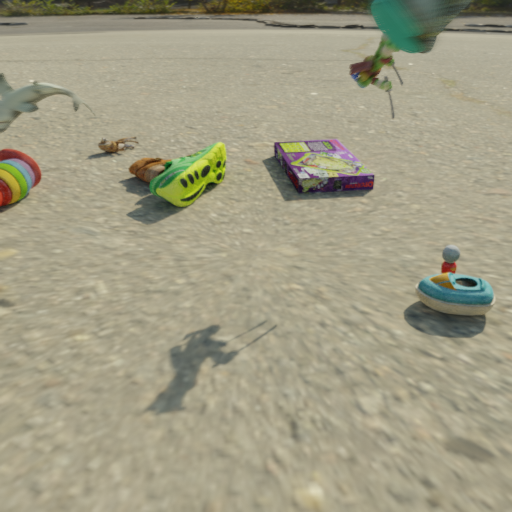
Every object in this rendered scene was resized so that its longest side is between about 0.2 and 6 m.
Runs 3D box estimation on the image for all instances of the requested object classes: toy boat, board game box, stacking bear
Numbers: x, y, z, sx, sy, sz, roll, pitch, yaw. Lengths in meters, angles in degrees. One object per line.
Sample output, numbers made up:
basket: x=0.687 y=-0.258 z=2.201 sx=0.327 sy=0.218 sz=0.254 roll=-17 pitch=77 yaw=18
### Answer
toy boat: x=2.755 y=0.334 z=7.848 sx=1.039 sy=0.575 sz=1.237 roll=4 pitch=28 yaw=10
board game box: x=1.465 y=-2.122 z=12.917 sx=1.680 sy=0.452 sz=2.800 roll=-8 pitch=28 yaw=-6
stacking bear: x=-5.008 y=-1.365 z=11.002 sx=0.870 sy=0.929 sz=1.531 roll=4 pitch=36 yaw=15

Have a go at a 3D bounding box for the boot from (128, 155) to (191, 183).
boot: x=-2.004 y=-1.981 z=12.572 sx=1.158 sy=0.572 sz=1.492 roll=20 pitch=40 yaw=41

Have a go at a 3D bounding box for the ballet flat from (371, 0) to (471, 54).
ballet flat: x=1.710 y=-2.586 z=5.644 sx=0.939 sy=0.939 sz=2.528 roll=4 pitch=20 yaw=7

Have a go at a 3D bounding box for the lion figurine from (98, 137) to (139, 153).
lion figurine: x=-3.561 y=-2.880 z=14.497 sx=0.660 sy=0.391 sz=1.078 roll=1 pitch=12 yaw=18

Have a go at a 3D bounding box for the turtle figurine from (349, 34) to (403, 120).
turtle figurine: x=2.059 y=-2.919 z=8.636 sx=1.066 sy=1.034 sz=0.767 roll=40 pitch=63 yaw=11

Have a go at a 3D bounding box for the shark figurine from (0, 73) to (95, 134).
shark figurine: x=-3.242 y=-2.313 z=8.386 sx=1.463 sy=0.874 sz=0.610 roll=-15 pitch=-9 yaw=-6

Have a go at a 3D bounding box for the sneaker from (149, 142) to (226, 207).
sneaker: x=-1.360 y=-1.835 z=11.741 sx=1.034 sy=0.917 sz=2.475 roll=15 pitch=30 yaw=19
